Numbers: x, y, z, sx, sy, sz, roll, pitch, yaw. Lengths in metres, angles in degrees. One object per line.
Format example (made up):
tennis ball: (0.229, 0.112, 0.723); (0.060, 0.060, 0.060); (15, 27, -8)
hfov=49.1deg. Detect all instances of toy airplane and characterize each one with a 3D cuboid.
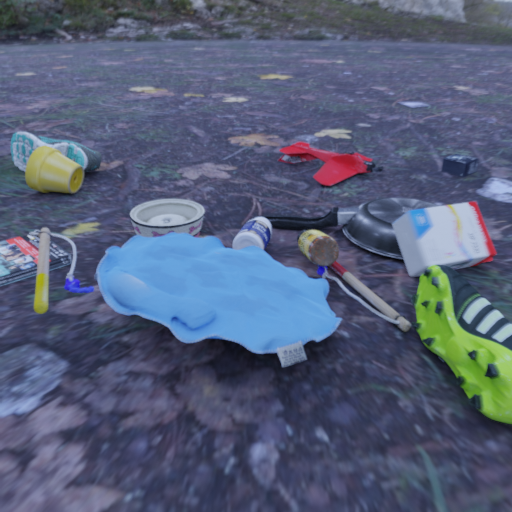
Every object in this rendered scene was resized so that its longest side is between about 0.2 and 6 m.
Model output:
toy airplane: (1.774, -2.362, 13.670); (2.775, 0.510, 2.775); (1, 24, 0)

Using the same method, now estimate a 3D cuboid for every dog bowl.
dog bowl: (-1.572, -0.572, 10.009); (1.324, 0.488, 1.324); (1, 26, 0)

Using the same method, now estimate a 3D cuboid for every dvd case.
dvd case: (-4.063, 0.104, 8.955); (1.775, 0.195, 1.295); (-21, 33, -38)

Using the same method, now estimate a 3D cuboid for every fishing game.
fishing game: (-0.451, 0.500, 7.263); (4.641, 0.721, 3.323); (4, 21, -26)

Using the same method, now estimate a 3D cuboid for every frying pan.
frying pan: (2.082, -0.724, 10.351); (3.759, 0.612, 2.274); (19, 30, 29)

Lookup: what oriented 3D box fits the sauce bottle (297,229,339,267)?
sauce bottle: (0.923, -0.167, 8.910); (0.485, 0.485, 1.470); (-3, 8, -7)

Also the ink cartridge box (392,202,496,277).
ink cartridge box: (3.082, -0.290, 8.821); (1.621, 0.941, 0.545); (-9, -17, -19)

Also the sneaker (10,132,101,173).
sneaker: (-4.830, -2.409, 13.567); (2.518, 0.977, 1.148); (18, 17, 23)

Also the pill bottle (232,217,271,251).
pill bottle: (-0.030, -0.317, 9.434); (0.515, 0.515, 0.927); (6, 27, 13)

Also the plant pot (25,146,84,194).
plant pot: (-4.256, -1.762, 12.006); (0.921, 0.979, 0.979); (19, 29, 7)

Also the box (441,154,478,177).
box: (4.894, -2.178, 13.465); (0.613, 0.360, 0.602); (-23, 34, -36)

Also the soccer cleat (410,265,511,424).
soccer cleat: (2.629, 0.982, 6.558); (1.095, 0.913, 2.703); (14, 25, -11)
